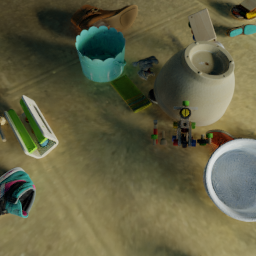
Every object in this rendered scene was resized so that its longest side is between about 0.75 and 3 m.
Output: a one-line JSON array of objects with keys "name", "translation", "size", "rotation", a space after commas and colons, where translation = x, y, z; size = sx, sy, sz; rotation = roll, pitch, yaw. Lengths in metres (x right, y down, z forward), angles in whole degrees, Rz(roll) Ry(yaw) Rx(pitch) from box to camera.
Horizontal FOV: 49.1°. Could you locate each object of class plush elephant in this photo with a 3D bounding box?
[{"name": "plush elephant", "translation": [0.749, -2.354, 11.355], "size": [1.088, 0.842, 0.896], "rotation": [-15, 25, -5]}]

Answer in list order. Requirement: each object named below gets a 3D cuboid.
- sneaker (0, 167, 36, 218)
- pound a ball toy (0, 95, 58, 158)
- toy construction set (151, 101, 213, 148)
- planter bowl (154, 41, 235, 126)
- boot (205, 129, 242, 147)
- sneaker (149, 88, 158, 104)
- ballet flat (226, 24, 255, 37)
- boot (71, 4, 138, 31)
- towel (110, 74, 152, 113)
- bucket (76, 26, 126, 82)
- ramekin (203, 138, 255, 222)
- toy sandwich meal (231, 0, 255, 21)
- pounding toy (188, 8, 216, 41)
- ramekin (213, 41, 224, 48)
[{"name": "sneaker", "translation": [-3.690, 2.359, 8.362], "size": [1.410, 0.976, 2.335], "rotation": [27, 58, 28]}, {"name": "pound a ball toy", "translation": [-3.705, 0.045, 10.030], "size": [1.601, 1.043, 2.455], "rotation": [-41, 62, 4]}, {"name": "toy construction set", "translation": [1.664, -0.144, 9.443], "size": [1.937, 1.616, 1.489], "rotation": [0, 93, 33]}, {"name": "planter bowl", "translation": [2.615, -1.832, 10.268], "size": [3.001, 2.020, 3.001], "rotation": [4, 61, -7]}, {"name": "boot", "translation": [3.308, 0.595, 9.620], "size": [1.583, 0.594, 0.849], "rotation": [21, 59, 32]}, {"name": "sneaker", "translation": [1.993, -1.497, 10.895], "size": [2.364, 1.035, 0.895], "rotation": [1, 56, 1]}, {"name": "ballet flat", "translation": [5.452, -4.731, 13.498], "size": [1.585, 0.537, 0.573], "rotation": [-15, 38, -6]}, {"name": "boot", "translation": [-1.138, -5.464, 13.728], "size": [2.269, 1.121, 2.922], "rotation": [35, 70, 26]}, {"name": "towel", "translation": [0.092, -1.431, 11.380], "size": [0.828, 0.174, 1.924], "rotation": [-27, 60, -18]}, {"name": "bucket", "translation": [-1.088, -3.067, 11.750], "size": [2.165, 1.409, 2.165], "rotation": [0, 56, 0]}, {"name": "ramekin", "translation": [3.373, 1.536, 8.386], "size": [2.307, 1.125, 2.307], "rotation": [-1, 78, 4]}, {"name": "toy sandwich meal", "translation": [6.040, -6.065, 14.324], "size": [1.519, 0.520, 1.519], "rotation": [0, 56, 0]}, {"name": "pounding toy", "translation": [3.329, -3.972, 12.187], "size": [0.918, 2.007, 1.763], "rotation": [-17, 12, 22]}, {"name": "ramekin", "translation": [3.775, -3.305, 12.173], "size": [0.415, 0.851, 0.851], "rotation": [-32, 61, -12]}]
